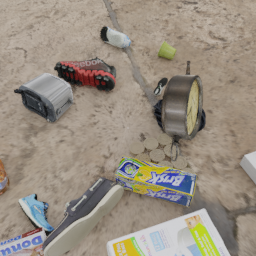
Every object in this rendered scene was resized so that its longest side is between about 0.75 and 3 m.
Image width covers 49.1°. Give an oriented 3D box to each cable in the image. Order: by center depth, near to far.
[{"bbox_3d":[1.925,-0.515,10.574,1.831,0.570,2.245,-4,47,-4],"label":"cable"}]

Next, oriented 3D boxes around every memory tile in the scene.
[{"bbox_3d":[1.104,1.156,9.435,1.650,0.181,2.153,-18,52,-14],"label":"memory tile"}]

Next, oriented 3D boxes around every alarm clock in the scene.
[{"bbox_3d":[1.584,-0.370,8.476,0.963,1.952,2.894,4,68,25],"label":"alarm clock"}]

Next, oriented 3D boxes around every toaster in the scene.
[{"bbox_3d":[-3.157,-1.259,10.866,2.151,1.222,1.389,27,50,22],"label":"toaster"}]

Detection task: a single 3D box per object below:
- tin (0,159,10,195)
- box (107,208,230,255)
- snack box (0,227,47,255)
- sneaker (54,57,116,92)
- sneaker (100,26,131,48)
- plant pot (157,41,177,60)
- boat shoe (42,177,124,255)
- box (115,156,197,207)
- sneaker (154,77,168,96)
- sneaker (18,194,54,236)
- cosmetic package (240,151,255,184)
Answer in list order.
[{"bbox_3d":[-4.374,1.554,9.023,0.853,0.319,1.523,-21,52,-23],"label":"tin"},{"bbox_3d":[0.938,3.263,6.830,2.620,1.328,1.474,-14,49,-12],"label":"box"},{"bbox_3d":[-3.137,3.293,7.190,2.141,0.770,0.260,-17,16,-14],"label":"snack box"},{"bbox_3d":[-1.732,-2.445,12.031,2.767,0.978,1.352,14,51,9],"label":"sneaker"},{"bbox_3d":[-0.690,-4.557,14.144,0.761,0.754,2.099,5,27,-48],"label":"sneaker"},{"bbox_3d":[1.884,-3.618,13.278,0.704,0.766,0.766,28,54,8],"label":"plant pot"},{"bbox_3d":[-1.333,2.400,7.856,0.862,0.998,2.748,33,53,29],"label":"boat shoe"},{"bbox_3d":[0.824,1.591,8.412,2.306,0.808,0.741,12,51,12],"label":"box"},{"bbox_3d":[1.336,-1.687,11.521,0.318,0.484,0.842,36,90,9],"label":"sneaker"},{"bbox_3d":[-2.544,2.430,8.079,0.670,0.584,1.491,-32,57,-29],"label":"sneaker"},{"bbox_3d":[4.591,1.711,8.688,0.926,0.568,2.244,-17,51,-14],"label":"cosmetic package"}]
